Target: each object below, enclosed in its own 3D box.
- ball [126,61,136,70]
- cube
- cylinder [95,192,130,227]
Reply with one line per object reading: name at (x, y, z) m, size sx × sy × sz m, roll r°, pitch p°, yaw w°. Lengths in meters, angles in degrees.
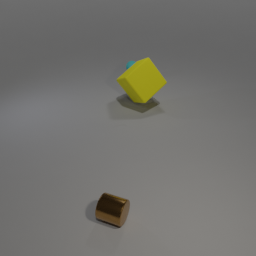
ball at (0.228, -3.563, 16.342) m, size 0.700 × 0.700 × 0.700 m, roll 0°, pitch 31°, yaw 0°
cube at (0.581, -2.088, 12.502) m, size 1.400 × 1.400 × 1.400 m, roll -43°, pitch 17°, yaw -9°
cylinder at (-0.393, 2.118, 7.310) m, size 0.700 × 0.700 × 0.700 m, roll 13°, pitch 33°, yaw 19°
